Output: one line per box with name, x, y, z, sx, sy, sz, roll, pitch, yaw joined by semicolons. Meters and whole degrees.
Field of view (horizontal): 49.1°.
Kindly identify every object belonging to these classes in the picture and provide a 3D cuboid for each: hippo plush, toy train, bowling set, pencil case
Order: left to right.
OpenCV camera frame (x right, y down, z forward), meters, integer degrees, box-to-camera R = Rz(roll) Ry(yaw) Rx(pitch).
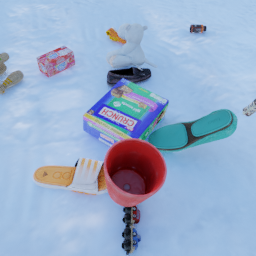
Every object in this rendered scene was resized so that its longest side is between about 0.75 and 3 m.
bowling set;-5.771;-2.688;11.418;2.616;1.821;1.404;21;52;23
hippo plush;-0.020;-3.513;11.825;1.713;1.730;2.151;-17;33;-28
toy train;0.109;2.378;7.617;0.477;0.355;2.082;10;46;-8
pencil case;3.831;-0.625;8.603;0.378;0.846;0.329;-19;75;-9

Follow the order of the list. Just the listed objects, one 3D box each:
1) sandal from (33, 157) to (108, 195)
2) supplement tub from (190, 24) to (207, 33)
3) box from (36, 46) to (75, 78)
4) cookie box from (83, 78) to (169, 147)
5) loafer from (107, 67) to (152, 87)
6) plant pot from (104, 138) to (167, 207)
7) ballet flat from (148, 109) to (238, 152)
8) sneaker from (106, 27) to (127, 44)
sandal;-1.576;1.349;8.268;2.635;0.755;1.010;1;47;1
supplement tub;3.663;-5.179;14.608;0.812;0.434;0.434;-1;47;-1
box;-3.146;-2.933;12.306;1.486;0.709;0.741;-35;56;-28
cookie box;-0.050;-0.431;9.757;2.040;0.896;2.385;29;54;18
loafer;0.082;-2.236;11.662;2.036;0.641;0.732;-16;44;-18
plant pot;0.077;1.289;7.270;1.582;1.400;1.582;6;55;-8
ballet flat;2.083;0.259;8.965;2.920;1.028;0.983;-20;56;29
sneaker;-0.573;-4.521;14.026;0.587;0.555;1.522;-40;51;-8
